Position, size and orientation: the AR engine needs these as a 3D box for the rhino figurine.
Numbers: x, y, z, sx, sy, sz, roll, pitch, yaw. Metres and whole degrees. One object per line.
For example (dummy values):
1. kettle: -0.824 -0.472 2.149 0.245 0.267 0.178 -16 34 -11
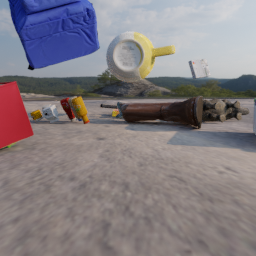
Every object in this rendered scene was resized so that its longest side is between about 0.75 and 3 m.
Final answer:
1. rhino figurine: 3.621 -0.678 10.550 2.772 0.829 1.212 -4 8 -37

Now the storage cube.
1. storage cube: -2.620 -0.215 5.296 1.206 1.084 1.031 -27 23 -36

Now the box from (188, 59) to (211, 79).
1. box: 2.480 -2.048 9.676 0.808 0.630 0.166 -16 0 -37

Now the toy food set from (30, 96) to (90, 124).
1. toy food set: -2.312 -0.457 9.885 2.048 0.922 0.978 -16 18 15

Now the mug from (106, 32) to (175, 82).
1. mug: 0.267 -3.051 11.266 2.703 2.165 2.219 -40 7 10

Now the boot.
1. boot: 0.913 -0.534 8.987 2.856 0.917 2.661 5 -4 14

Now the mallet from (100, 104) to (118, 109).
1. mallet: -0.181 -0.953 13.173 2.224 0.458 0.732 2 3 -33

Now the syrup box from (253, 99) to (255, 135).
1. syrup box: 3.459 -0.173 6.330 0.916 0.947 2.327 2 7 17

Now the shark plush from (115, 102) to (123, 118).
1. shark plush: 0.033 -0.709 11.270 0.727 0.667 1.601 -4 9 -28

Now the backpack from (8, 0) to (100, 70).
1. backpack: -1.543 -2.432 5.623 1.591 1.643 1.958 -16 50 -17

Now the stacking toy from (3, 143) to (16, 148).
1. stacking toy: -3.092 0.195 5.854 1.427 0.335 1.076 -2 8 -25

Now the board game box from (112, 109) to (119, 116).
1. board game box: 0.373 -0.689 12.666 2.171 0.325 1.037 2 8 -3
